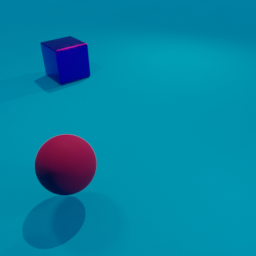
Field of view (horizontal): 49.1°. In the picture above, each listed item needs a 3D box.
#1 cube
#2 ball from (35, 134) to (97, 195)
[{"bbox_3d":[-2.450,-2.699,11.066,1.358,1.358,1.358,-25,41,-31],"label":"cube"},{"bbox_3d":[-1.204,0.712,5.472,1.179,1.179,1.179,0,35,0],"label":"ball"}]
